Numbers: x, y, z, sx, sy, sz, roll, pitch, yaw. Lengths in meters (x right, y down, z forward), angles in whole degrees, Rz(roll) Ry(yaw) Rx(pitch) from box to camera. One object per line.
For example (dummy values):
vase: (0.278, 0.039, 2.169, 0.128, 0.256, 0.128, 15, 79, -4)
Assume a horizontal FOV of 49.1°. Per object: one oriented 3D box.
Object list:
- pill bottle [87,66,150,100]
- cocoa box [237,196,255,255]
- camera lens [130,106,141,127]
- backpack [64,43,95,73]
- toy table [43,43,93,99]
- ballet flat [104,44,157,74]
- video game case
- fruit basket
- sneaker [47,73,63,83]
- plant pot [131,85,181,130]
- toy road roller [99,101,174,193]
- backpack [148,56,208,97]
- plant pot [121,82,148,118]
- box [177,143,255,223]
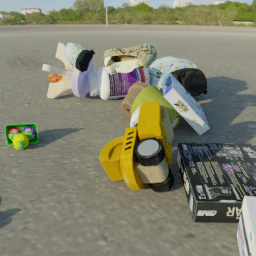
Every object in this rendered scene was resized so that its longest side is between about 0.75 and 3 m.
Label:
pill bottle: (-0.477, -2.246, 13.655, 2.843, 1.599, 1.599, -8, 25, -18)
cocoa box: (2.528, 2.074, 4.796, 1.019, 1.003, 1.528, 5, 25, 12)
camera lens: (0.685, -0.044, 9.217, 1.224, 1.224, 1.530, 1, 24, 3)
backpack: (-1.899, -2.777, 10.655, 0.730, 0.962, 1.153, 15, 23, -49)
toy table: (-2.812, -2.612, 13.528, 1.721, 2.702, 2.939, 14, -6, 4)
ballet flat: (-0.165, -1.942, 8.202, 2.262, 0.767, 0.851, 7, 55, 48)
video game case: (2.148, -0.965, 10.680, 2.002, 0.502, 2.209, 44, 21, -13)
fruit basket: (-3.517, 0.265, 9.241, 1.108, 0.799, 1.108, -3, 7, 0)
sneaker: (-3.860, -2.831, 16.185, 1.564, 0.607, 0.876, -8, 24, -18)
plant pot: (1.166, -0.587, 10.508, 1.548, 1.448, 1.448, 38, 41, 26)
toy road roller: (0.262, 0.525, 7.381, 1.692, 1.425, 2.318, -8, 41, 18)
backpack: (2.198, -2.445, 13.815, 2.454, 1.861, 2.940, -11, 24, -18)
plant pot: (0.336, -1.065, 11.653, 1.351, 1.351, 1.178, 19, 47, 35)
box: (2.505, 1.241, 7.135, 2.175, 0.591, 2.715, 0, 24, 1)
